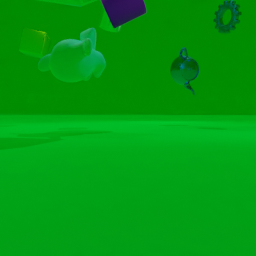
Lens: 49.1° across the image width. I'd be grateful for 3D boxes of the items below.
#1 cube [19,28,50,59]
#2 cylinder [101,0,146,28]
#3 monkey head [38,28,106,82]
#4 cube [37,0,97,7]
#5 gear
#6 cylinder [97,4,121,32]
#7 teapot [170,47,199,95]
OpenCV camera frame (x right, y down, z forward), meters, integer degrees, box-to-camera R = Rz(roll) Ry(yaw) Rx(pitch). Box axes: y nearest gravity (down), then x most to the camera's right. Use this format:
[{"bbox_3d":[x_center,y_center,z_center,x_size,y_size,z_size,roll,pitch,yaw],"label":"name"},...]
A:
[{"bbox_3d":[-3.779,-3.407,11.389,0.916,0.916,0.916,11,2,-4],"label":"cube"},{"bbox_3d":[-0.162,-3.742,8.380,1.110,1.110,1.110,-24,0,7],"label":"cylinder"},{"bbox_3d":[-1.234,-1.777,6.604,1.952,1.404,1.176,-5,-8,41],"label":"monkey head"},{"bbox_3d":[-1.130,-3.299,5.554,1.296,1.296,1.296,18,41,23],"label":"cube"},{"bbox_3d":[3.529,-3.953,9.991,0.201,1.087,1.087,-7,6,-28],"label":"gear"},{"bbox_3d":[-0.601,-3.987,9.994,0.834,0.834,0.834,14,34,-10],"label":"cylinder"},{"bbox_3d":[2.411,-2.318,11.520,1.216,1.955,0.957,-18,15,-19],"label":"teapot"}]
